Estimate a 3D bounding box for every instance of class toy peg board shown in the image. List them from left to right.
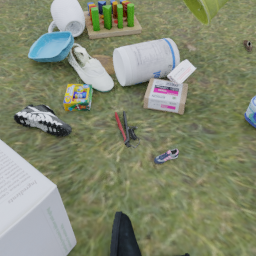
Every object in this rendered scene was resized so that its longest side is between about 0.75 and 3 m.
[{"bbox_3d":[-0.815,-5.441,13.154,2.462,1.204,2.451,-9,47,-9],"label":"toy peg board"}]

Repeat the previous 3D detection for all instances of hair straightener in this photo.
[{"bbox_3d":[0.038,0.025,8.580,0.578,0.307,1.501,-11,48,-11],"label":"hair straightener"}]

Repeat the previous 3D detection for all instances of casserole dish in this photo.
[{"bbox_3d":[-2.970,-3.131,10.988,2.261,0.439,1.369,10,64,36],"label":"casserole dish"}]

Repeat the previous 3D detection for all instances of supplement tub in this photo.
[{"bbox_3d":[0.654,-2.383,10.120,2.106,1.389,1.389,-16,49,-14],"label":"supplement tub"}]

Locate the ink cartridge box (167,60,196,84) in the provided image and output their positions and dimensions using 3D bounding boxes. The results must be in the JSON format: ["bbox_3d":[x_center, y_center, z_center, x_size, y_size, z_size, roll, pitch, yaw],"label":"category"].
[{"bbox_3d":[1.686,-1.768,8.888,0.409,1.216,0.712,44,97,-6],"label":"ink cartridge box"}]

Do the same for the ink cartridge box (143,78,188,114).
[{"bbox_3d":[1.294,-1.099,9.510,1.357,0.510,1.118,10,46,8],"label":"ink cartridge box"}]

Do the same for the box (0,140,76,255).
[{"bbox_3d":[-2.718,1.960,5.190,2.186,2.540,2.552,31,54,26],"label":"box"}]

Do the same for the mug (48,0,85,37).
[{"bbox_3d":[-2.804,-4.762,12.575,1.844,1.361,1.616,-33,56,11],"label":"mug"}]

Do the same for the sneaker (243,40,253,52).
[{"bbox_3d":[5.196,-3.621,12.038,0.292,0.313,0.830,0,47,0],"label":"sneaker"}]

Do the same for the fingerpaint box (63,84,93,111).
[{"bbox_3d":[-1.685,-1.061,9.566,0.854,0.376,1.024,1,46,1],"label":"fingerpaint box"}]

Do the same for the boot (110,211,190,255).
[{"bbox_3d":[0.449,2.735,5.711,1.654,0.747,2.019,0,54,3],"label":"boot"}]

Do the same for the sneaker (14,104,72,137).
[{"bbox_3d":[-2.519,-0.332,8.690,1.934,0.643,0.875,15,51,16],"label":"sneaker"}]

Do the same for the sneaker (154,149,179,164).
[{"bbox_3d":[1.076,0.764,7.877,0.755,0.310,0.265,-19,49,-17],"label":"sneaker"}]

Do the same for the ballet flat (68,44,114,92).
[{"bbox_3d":[-1.492,-2.329,10.427,0.937,0.937,2.698,-27,53,-24],"label":"ballet flat"}]

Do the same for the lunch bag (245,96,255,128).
[{"bbox_3d":[4.825,-0.261,8.431,1.780,0.913,2.214,-26,52,-24],"label":"lunch bag"}]

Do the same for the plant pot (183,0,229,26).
[{"bbox_3d":[2.829,-4.914,9.057,2.087,2.270,2.270,-36,48,12],"label":"plant pot"}]
